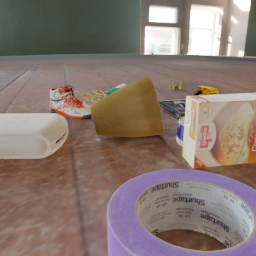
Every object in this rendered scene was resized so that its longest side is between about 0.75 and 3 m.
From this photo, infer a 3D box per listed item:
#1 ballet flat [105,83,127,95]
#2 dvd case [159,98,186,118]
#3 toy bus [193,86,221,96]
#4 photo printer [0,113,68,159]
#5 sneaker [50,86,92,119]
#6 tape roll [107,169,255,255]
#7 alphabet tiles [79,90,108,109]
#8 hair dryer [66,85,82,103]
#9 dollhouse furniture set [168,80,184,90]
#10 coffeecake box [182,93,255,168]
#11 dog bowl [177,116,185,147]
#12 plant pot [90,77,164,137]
[{"bbox_3d":[-0.020,-1.836,14.454,2.383,0.839,0.802,13,1,-20],"label":"ballet flat"},{"bbox_3d":[2.882,-1.061,14.323,2.182,0.234,2.935,-5,20,-15],"label":"dvd case"},{"bbox_3d":[3.636,-0.919,11.593,1.635,1.703,1.155,-9,20,-18],"label":"toy bus"},{"bbox_3d":[-3.540,0.208,9.494,2.898,1.006,2.411,0,19,2],"label":"photo printer"},{"bbox_3d":[-2.690,-1.243,13.171,2.483,1.331,0.829,10,22,27],"label":"sneaker"},{"bbox_3d":[1.038,1.825,4.650,2.759,1.172,2.759,-1,20,0],"label":"tape roll"},{"bbox_3d":[-0.871,-1.176,13.743,2.779,0.207,2.841,27,26,21],"label":"alphabet tiles"},{"bbox_3d":[-2.736,-1.566,14.241,0.462,1.297,1.702,-32,7,-24],"label":"hair dryer"},{"bbox_3d":[3.333,-3.018,19.383,0.898,0.596,0.787,10,22,27],"label":"dollhouse furniture set"},{"bbox_3d":[3.073,0.035,8.487,2.600,1.996,0.950,-4,19,-10],"label":"coffeecake box"},{"bbox_3d":[2.752,0.153,10.031,1.964,0.774,1.964,0,20,0],"label":"dog bowl"},{"bbox_3d":[-0.124,-0.568,10.493,2.384,2.222,2.222,-13,20,-2],"label":"plant pot"}]
